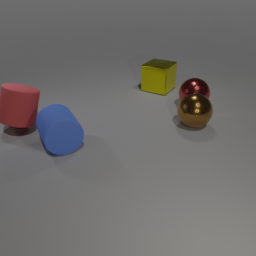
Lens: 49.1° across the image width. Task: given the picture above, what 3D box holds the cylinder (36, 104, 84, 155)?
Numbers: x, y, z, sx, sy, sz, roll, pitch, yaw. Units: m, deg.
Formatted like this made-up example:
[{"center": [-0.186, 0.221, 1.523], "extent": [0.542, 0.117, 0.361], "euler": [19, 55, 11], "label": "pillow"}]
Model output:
[{"center": [-2.456, 0.034, 10.022], "extent": [1.400, 1.400, 1.400], "euler": [-14, 33, -23], "label": "cylinder"}]

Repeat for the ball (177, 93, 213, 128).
[{"center": [2.693, -0.699, 11.285], "extent": [1.400, 1.400, 1.400], "euler": [0, 30, 0], "label": "ball"}]

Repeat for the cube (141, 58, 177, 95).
[{"center": [1.626, -2.713, 14.670], "extent": [1.400, 1.400, 1.400], "euler": [16, 34, 27], "label": "cube"}]

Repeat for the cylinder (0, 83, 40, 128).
[{"center": [-4.222, -0.883, 10.851], "extent": [1.400, 1.400, 1.400], "euler": [13, 15, -3], "label": "cylinder"}]

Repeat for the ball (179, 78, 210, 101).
[{"center": [3.029, -1.584, 12.793], "extent": [1.400, 1.400, 1.400], "euler": [0, 30, 0], "label": "ball"}]
